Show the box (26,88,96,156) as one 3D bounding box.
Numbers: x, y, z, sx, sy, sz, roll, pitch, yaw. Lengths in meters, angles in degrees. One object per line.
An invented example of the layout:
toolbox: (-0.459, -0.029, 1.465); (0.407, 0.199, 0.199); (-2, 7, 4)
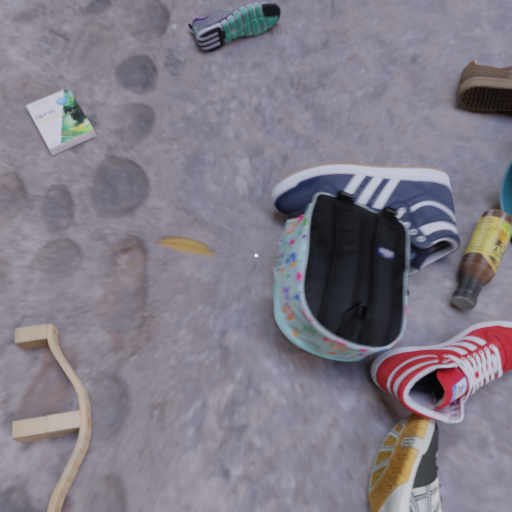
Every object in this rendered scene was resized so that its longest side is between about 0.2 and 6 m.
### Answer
box: (-3.610, -2.493, 10.351); (0.874, 0.220, 1.211); (-29, 67, -14)

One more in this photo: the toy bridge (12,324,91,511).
toy bridge: (-2.810, 2.358, 7.721); (0.999, 0.404, 2.971); (-9, 63, -6)

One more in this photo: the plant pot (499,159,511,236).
plant pot: (5.187, -0.994, 8.787); (1.748, 1.860, 1.860); (-13, 62, -23)

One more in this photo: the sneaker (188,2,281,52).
sneaker: (-0.450, -4.837, 11.337); (1.852, 0.689, 0.810); (-23, 60, -11)

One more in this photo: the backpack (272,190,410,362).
backpack: (1.160, 0.401, 7.901); (1.877, 1.592, 2.114); (18, 58, -21)

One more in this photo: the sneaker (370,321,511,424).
sneaker: (2.858, 1.536, 7.530); (2.365, 1.330, 0.842); (-14, 97, -3)

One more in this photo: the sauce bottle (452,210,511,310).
sauce bottle: (3.553, 0.066, 8.840); (0.562, 0.562, 1.738); (26, 66, 13)

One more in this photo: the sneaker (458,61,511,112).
sneaker: (5.090, -3.125, 10.293); (2.610, 0.919, 0.986); (12, 61, 6)

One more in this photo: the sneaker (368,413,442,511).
sneaker: (2.006, 3.251, 7.122); (1.064, 0.918, 2.427); (26, 67, -5)

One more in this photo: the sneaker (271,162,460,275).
sneaker: (1.773, -0.554, 8.881); (2.988, 1.047, 1.621); (-2, 61, -4)
